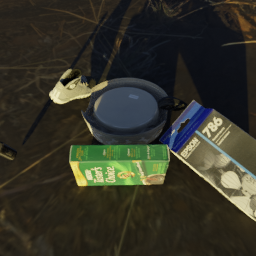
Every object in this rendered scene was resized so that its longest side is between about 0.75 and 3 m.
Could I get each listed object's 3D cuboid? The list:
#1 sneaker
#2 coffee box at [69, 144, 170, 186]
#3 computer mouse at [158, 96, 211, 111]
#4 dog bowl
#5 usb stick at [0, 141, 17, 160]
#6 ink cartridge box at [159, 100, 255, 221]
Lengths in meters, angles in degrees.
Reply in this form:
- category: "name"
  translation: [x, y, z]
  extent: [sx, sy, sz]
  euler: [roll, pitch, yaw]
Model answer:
- category: "sneaker"
  translation: [-1.423, -1.376, 8.282]
  extent: [0.670, 1.031, 1.786]
  euler: [45, 43, 8]
- category: "coffee box"
  translation: [-0.178, 0.838, 6.102]
  extent: [2.007, 1.234, 0.441]
  euler: [0, 56, -1]
- category: "computer mouse"
  translation: [1.591, -0.622, 7.600]
  extent: [1.797, 0.527, 0.306]
  euler: [7, 73, -29]
- category: "dog bowl"
  translation: [-0.052, -0.421, 7.722]
  extent: [2.409, 0.706, 2.409]
  euler: [0, 45, 0]
- category: "usb stick"
  translation: [-2.828, 0.542, 6.510]
  extent: [0.166, 1.016, 0.282]
  euler: [19, 74, 2]
- category: "ink cartridge box"
  translation: [2.037, 0.588, 6.019]
  extent: [2.647, 0.519, 1.316]
  euler: [39, 91, 18]
